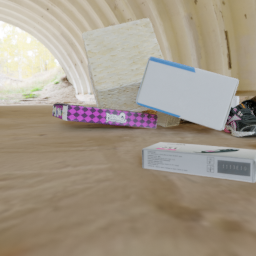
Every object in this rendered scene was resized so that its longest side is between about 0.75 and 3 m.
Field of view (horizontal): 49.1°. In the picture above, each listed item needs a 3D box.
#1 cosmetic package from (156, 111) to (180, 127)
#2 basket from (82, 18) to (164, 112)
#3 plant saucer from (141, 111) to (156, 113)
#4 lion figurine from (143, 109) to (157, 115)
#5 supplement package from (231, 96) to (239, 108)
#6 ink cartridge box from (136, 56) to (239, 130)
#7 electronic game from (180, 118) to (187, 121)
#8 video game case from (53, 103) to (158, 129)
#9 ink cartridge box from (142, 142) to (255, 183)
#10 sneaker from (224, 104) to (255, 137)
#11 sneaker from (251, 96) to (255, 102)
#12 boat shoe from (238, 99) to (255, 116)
[{"bbox_3d":[1.333,-0.330,9.229,0.416,0.493,0.954,18,14,34],"label":"cosmetic package"},{"bbox_3d":[-0.078,-2.268,10.961,2.899,2.873,2.332,-13,-22,-6],"label":"basket"},{"bbox_3d":[0.550,-0.714,14.300,2.026,0.298,2.026,-1,5,0],"label":"plant saucer"},{"bbox_3d":[1.443,-0.651,12.722,1.798,0.651,1.101,-15,16,-9],"label":"lion figurine"},{"bbox_3d":[4.686,-0.956,12.918,0.733,1.029,1.321,3,6,25],"label":"supplement package"},{"bbox_3d":[1.752,-0.957,7.832,2.166,1.250,2.986,18,11,15],"label":"ink cartridge box"},{"bbox_3d":[2.658,-0.561,11.031,2.683,0.558,2.683,2,5,0],"label":"electronic game"},{"bbox_3d":[-0.829,-0.400,8.806,2.703,0.484,2.450,5,3,-24],"label":"video game case"},{"bbox_3d":[1.029,0.365,3.716,1.336,0.291,1.160,3,8,29],"label":"ink cartridge box"},{"bbox_3d":[2.829,-0.208,6.918,0.719,0.773,1.790,-2,7,-5],"label":"sneaker"},{"bbox_3d":[4.466,-0.571,9.076,1.015,0.758,2.261,14,-11,-12],"label":"sneaker"},{"bbox_3d":[3.553,-0.393,8.157,0.986,0.875,2.638,0,6,10],"label":"boat shoe"}]
